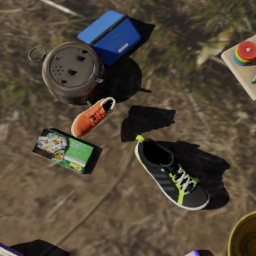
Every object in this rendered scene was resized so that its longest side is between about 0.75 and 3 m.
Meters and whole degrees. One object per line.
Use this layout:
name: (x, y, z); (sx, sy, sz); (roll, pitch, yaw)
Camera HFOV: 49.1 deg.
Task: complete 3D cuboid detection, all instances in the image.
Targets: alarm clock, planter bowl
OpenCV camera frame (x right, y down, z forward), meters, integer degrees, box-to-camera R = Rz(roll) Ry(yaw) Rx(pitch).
alarm clock: (-1.965, -1.904, 8.948); (2.863, 0.953, 1.931); (26, 76, 10)
planter bowl: (3.597, 3.286, 7.434); (2.156, 0.898, 2.156); (0, 73, 0)

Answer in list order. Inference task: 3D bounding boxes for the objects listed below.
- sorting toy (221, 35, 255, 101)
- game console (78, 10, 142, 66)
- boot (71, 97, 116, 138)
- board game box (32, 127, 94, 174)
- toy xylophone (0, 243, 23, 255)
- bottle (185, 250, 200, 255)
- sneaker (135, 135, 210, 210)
sorting toy: (4.435, -2.198, 9.115); (1.908, 0.668, 1.919); (-29, 77, -8)
game console: (-0.632, -3.128, 9.657); (1.645, 0.973, 1.404); (-42, 109, -10)
boot: (-0.973, -0.337, 7.976); (1.526, 0.818, 0.573); (-47, 104, -19)
board game box: (-1.976, 0.681, 8.554); (1.684, 0.198, 0.882); (23, 73, 6)
toy xylophone: (-3.823, 4.281, 7.270); (1.918, 0.658, 2.619); (15, 74, 5)
bottle: (1.598, 3.680, 7.646); (0.821, 0.268, 0.343); (-26, 76, -7)
sneaker: (1.169, 1.279, 7.884); (2.714, 1.124, 0.973); (41, 78, 11)
